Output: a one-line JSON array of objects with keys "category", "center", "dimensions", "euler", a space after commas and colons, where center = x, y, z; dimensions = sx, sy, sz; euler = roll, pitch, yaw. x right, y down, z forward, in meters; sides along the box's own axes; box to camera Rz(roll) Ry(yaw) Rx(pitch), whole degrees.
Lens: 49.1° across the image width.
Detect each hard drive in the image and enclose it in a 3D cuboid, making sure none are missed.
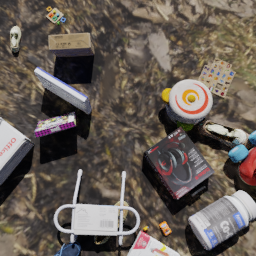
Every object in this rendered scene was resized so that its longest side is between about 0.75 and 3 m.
[{"category": "hard drive", "center": [-2.300, -1.313, 10.154], "dimensions": [2.086, 1.376, 0.265], "euler": [31, 77, 7]}]

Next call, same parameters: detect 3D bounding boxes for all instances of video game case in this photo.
[{"category": "video game case", "center": [-2.552, -0.143, 9.983], "dimensions": [1.400, 1.269, 0.251], "euler": [-16, 110, -3]}]

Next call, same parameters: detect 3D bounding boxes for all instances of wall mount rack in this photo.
[{"category": "wall mount rack", "center": [-0.983, 2.625, 9.446], "dimensions": [2.761, 1.029, 2.399], "euler": [2, 80, 0]}]

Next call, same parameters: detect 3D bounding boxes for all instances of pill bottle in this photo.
[{"category": "pill bottle", "center": [3.151, 2.979, 9.218], "dimensions": [2.044, 1.163, 1.163], "euler": [-29, 78, -7]}]

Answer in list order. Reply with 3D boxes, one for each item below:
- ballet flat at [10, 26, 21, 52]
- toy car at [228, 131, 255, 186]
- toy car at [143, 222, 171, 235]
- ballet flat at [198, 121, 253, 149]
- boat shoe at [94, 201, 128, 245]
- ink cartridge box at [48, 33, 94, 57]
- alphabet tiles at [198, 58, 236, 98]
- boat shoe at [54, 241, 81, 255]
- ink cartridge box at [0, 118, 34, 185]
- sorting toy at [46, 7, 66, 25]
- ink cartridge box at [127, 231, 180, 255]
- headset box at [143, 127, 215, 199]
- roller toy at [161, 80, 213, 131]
[{"category": "ballet flat", "center": [-4.536, -3.634, 11.237], "dimensions": [0.418, 0.418, 1.205], "euler": [-7, 76, -2]}, {"category": "toy car", "center": [4.731, 1.158, 9.027], "dimensions": [1.853, 2.096, 1.931], "euler": [-37, 89, -6]}, {"category": "toy car", "center": [1.007, 3.505, 9.531], "dimensions": [0.924, 0.308, 0.453], "euler": [-14, 76, -4]}, {"category": "ballet flat", "center": [3.602, 0.245, 10.119], "dimensions": [2.128, 0.716, 0.724], "euler": [15, 77, 3]}, {"category": "boat shoe", "center": [-0.538, 3.225, 9.487], "dimensions": [0.607, 0.519, 1.655], "euler": [33, 78, 8]}, {"category": "ink cartridge box", "center": [-2.102, -3.122, 10.619], "dimensions": [1.518, 1.250, 0.570], "euler": [-4, 93, -1]}, {"category": "alphabet tiles", "center": [3.500, -2.038, 11.023], "dimensions": [1.209, 0.055, 1.446], "euler": [26, 77, 7]}, {"category": "boat shoe", "center": [-2.304, 4.570, 9.076], "dimensions": [0.829, 0.676, 1.970], "euler": [41, 80, 9]}, {"category": "ink cartridge box", "center": [-5.049, 0.464, 9.839], "dimensions": [2.718, 1.138, 1.961], "euler": [35, 79, 8]}, {"category": "sorting toy", "center": [-3.049, -4.690, 11.626], "dimensions": [1.006, 0.137, 0.567], "euler": [42, 80, 10]}, {"category": "ink cartridge box", "center": [0.815, 4.277, 9.168], "dimensions": [1.516, 0.632, 1.101], "euler": [28, 78, 7]}, {"category": "headset box", "center": [1.805, 1.319, 9.799], "dimensions": [1.611, 0.813, 2.167], "euler": [-33, 78, -8]}, {"category": "roller toy", "center": [2.188, -0.924, 10.163], "dimensions": [1.545, 1.183, 1.693], "euler": [-33, 78, -8]}]
